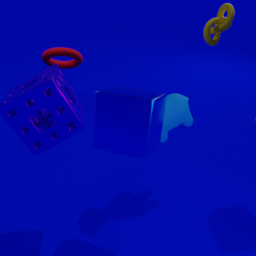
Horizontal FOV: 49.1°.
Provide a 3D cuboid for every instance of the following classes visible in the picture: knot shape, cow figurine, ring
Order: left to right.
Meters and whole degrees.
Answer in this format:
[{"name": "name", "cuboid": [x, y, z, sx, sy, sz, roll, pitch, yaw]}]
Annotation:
[{"name": "ring", "cuboid": [-2.083, -2.202, 8.921, 1.277, 0.255, 1.277, -3, -9, 0]}, {"name": "cow figurine", "cuboid": [0.520, -0.326, 5.273, 1.346, 1.324, 0.739, -29, 45, 1]}, {"name": "knot shape", "cuboid": [2.684, -3.012, 8.300, 0.553, 1.196, 1.119, 38, 16, 9]}]

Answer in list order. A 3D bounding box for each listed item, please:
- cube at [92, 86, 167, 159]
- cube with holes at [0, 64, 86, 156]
[{"name": "cube", "cuboid": [0.040, -0.123, 4.150, 0.827, 0.827, 0.827, 11, 16, 17]}, {"name": "cube with holes", "cuboid": [-1.252, -0.302, 4.279, 0.868, 0.868, 0.868, -28, 27, 4]}]
